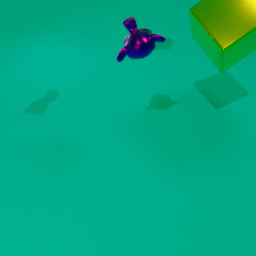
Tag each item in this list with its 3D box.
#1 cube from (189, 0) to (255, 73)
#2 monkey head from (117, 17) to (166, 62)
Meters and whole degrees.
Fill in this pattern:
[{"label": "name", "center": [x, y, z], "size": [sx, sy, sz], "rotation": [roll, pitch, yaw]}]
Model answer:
[{"label": "cube", "center": [2.284, -2.274, 6.307], "size": [1.259, 1.259, 1.259], "rotation": [-34, 72, 8]}, {"label": "monkey head", "center": [0.187, -1.834, 5.816], "size": [1.092, 0.785, 0.658], "rotation": [-21, 52, 15]}]
